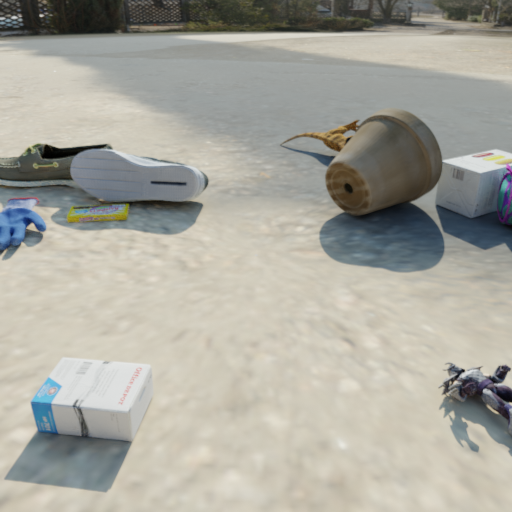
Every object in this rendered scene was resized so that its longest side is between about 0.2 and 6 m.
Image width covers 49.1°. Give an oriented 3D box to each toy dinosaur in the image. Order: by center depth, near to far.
[{"bbox_3d":[1.878,-2.877,13.723,1.393,0.792,2.623,-16,31,-27],"label":"toy dinosaur"}]

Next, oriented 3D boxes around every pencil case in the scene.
[{"bbox_3d":[5.353,-0.918,9.467,2.300,1.063,0.979,6,27,14],"label":"pencil case"}]

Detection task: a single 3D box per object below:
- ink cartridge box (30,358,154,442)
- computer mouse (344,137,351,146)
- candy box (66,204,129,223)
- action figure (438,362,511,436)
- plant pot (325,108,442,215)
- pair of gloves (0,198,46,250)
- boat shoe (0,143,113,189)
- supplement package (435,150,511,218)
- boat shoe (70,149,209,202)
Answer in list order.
[{"bbox_3d":[-1.586,1.398,5.539,0.972,0.417,0.712,5,28,7],"label":"ink cartridge box"},{"bbox_3d":[2.907,-2.447,12.950,1.657,0.364,0.909,-7,40,-34],"label":"computer mouse"},{"bbox_3d":[-2.874,-0.785,10.235,1.050,0.139,0.537,-3,29,-6],"label":"candy box"},{"bbox_3d":[2.391,1.369,5.636,0.782,0.417,1.202,-22,30,-26],"label":"action figure"},{"bbox_3d":[2.179,-1.551,10.231,1.579,1.820,1.820,-35,41,-28],"label":"plant pot"},{"bbox_3d":[-4.756,-0.512,9.567,2.400,0.273,1.929,-4,29,-5],"label":"pair of gloves"},{"bbox_3d":[-4.321,-1.947,11.748,2.865,0.856,1.024,2,27,3],"label":"boat shoe"},{"bbox_3d":[4.328,-1.400,10.625,1.602,0.878,0.911,-15,30,-29],"label":"supplement package"},{"bbox_3d":[-2.235,-1.458,10.924,2.715,0.978,0.963,11,7,11],"label":"boat shoe"}]
